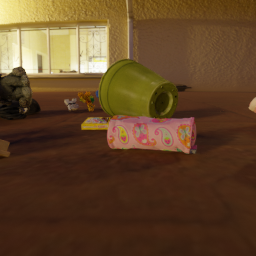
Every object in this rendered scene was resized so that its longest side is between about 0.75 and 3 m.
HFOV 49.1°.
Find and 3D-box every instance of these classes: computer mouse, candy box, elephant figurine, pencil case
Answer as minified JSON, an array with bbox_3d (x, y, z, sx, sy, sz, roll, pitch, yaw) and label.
[{"bbox_3d":[-4.713,-0.925,11.869,2.068,0.787,2.987,0,9,8],"label":"computer mouse"},{"bbox_3d":[-0.975,-0.157,8.942,0.816,0.211,1.596,-3,9,-1],"label":"candy box"},{"bbox_3d":[-4.929,-1.441,10.511,2.339,1.655,1.815,-16,-18,-24],"label":"elephant figurine"},{"bbox_3d":[0.486,0.133,5.610,1.763,0.771,0.771,3,10,15],"label":"pencil case"}]

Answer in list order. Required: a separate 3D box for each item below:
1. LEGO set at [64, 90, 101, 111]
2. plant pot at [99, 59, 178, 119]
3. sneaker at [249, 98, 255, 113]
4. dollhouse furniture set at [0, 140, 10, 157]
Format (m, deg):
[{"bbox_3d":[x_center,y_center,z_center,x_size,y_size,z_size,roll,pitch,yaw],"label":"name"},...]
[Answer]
[{"bbox_3d":[-1.821,-1.244,14.080,2.429,0.997,0.926,-11,-17,-30],"label":"LEGO set"},{"bbox_3d":[0.508,-1.136,9.786,2.252,2.252,2.168,-7,23,-39],"label":"plant pot"},{"bbox_3d":[4.539,-0.656,9.328,0.779,0.561,1.490,39,14,37],"label":"sneaker"},{"bbox_3d":[-4.058,0.396,4.880,2.401,1.375,2.815,8,-12,41],"label":"dollhouse furniture set"}]
